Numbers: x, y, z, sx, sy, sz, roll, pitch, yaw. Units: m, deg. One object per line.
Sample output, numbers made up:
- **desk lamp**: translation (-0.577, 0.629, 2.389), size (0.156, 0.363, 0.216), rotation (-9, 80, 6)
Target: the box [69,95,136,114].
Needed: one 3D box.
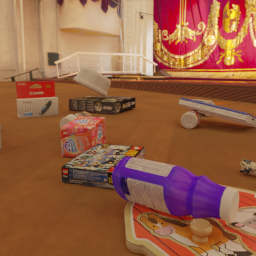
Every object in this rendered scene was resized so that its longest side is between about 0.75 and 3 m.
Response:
- **box**: translation (-1.260, -1.231, 14.100), size (2.686, 0.659, 2.165), rotation (6, 12, 27)

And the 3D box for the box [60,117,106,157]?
- **box**: translation (-1.112, 0.188, 7.270), size (0.802, 0.740, 1.563), rotation (2, 12, 8)

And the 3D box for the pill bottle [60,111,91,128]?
- **pill bottle**: translation (-1.710, -0.180, 9.269), size (0.630, 0.630, 1.082), rotation (6, 13, 26)

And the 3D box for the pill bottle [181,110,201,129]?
- **pill bottle**: translation (2.307, -0.344, 10.140), size (0.586, 0.586, 1.045), rotation (5, 13, 23)

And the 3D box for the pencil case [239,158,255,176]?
- **pencil case**: translation (2.581, 0.809, 5.406), size (0.780, 0.304, 0.349), rotation (11, 2, 40)

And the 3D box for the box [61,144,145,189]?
- **box**: translation (-0.414, 0.716, 5.762), size (1.179, 0.343, 1.722), rotation (4, 13, 16)

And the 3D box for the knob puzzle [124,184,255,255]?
- **knob puzzle**: translation (1.038, 1.108, 3.863), size (2.724, 0.378, 2.724), rotation (0, 12, 0)

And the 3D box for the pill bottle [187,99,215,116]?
- **pill bottle**: translation (3.294, -0.955, 12.721), size (0.693, 0.693, 1.226), rotation (-6, 14, -26)

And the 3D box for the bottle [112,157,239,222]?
- **bottle**: translation (0.576, 0.815, 3.707), size (1.645, 0.687, 0.537), rotation (6, 44, 36)

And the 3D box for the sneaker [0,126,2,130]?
- **sneaker**: translation (-4.759, -0.046, 9.299), size (1.186, 0.445, 0.685), rotation (11, 8, 4)

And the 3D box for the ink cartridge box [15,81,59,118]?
- **ink cartridge box**: translation (-3.928, -1.261, 12.197), size (1.715, 1.511, 0.383), rotation (-8, 14, -31)

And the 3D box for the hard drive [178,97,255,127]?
- **hard drive**: translation (3.288, -0.577, 10.165), size (2.469, 0.313, 1.629), rotation (20, 6, 38)

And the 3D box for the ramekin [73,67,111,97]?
- **ramekin**: translation (-1.669, -2.273, 13.604), size (1.829, 0.852, 1.829), rotation (27, 1, -1)
